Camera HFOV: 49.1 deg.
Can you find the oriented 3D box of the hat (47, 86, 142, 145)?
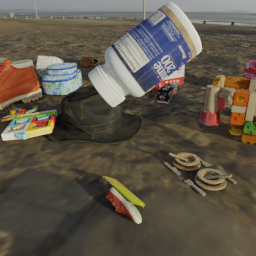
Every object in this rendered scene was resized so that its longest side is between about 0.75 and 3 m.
[{"bbox_3d":[-1.003,-0.561,7.969,2.846,1.148,2.846,0,23,0],"label":"hat"}]

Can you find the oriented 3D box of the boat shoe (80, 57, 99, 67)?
[{"bbox_3d":[-2.121,-3.722,15.624,0.503,0.532,1.479,9,26,21],"label":"boat shoe"}]

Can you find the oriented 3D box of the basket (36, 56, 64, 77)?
[{"bbox_3d":[-3.626,-2.816,13.205,1.306,1.031,1.482,5,-1,8],"label":"basket"}]

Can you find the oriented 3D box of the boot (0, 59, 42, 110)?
[{"bbox_3d":[-4.385,-1.488,9.533,1.095,1.564,2.918,19,32,33],"label":"boot"}]

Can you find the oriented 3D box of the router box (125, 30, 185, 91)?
[{"bbox_3d":[1.138,-2.796,11.376,2.625,2.356,0.641,-15,27,-29],"label":"router box"}]

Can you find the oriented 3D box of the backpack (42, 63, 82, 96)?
[{"bbox_3d":[-2.626,-1.927,10.975,1.406,1.129,1.537,-1,28,7],"label":"backpack"}]

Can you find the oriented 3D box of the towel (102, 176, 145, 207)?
[{"bbox_3d":[-0.100,1.169,5.184,0.401,0.084,0.931,28,1,-43],"label":"towel"}]

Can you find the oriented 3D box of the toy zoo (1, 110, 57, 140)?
[{"bbox_3d":[-2.668,-0.074,7.721,1.241,0.194,1.892,-9,21,-6],"label":"toy zoo"}]

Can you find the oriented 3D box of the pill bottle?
[{"bbox_3d":[0.284,-1.337,5.469,2.055,1.140,1.140,-36,24,8],"label":"pill bottle"}]

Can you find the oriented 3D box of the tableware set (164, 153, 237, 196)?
[{"bbox_3d":[1.481,0.836,5.917,0.910,0.276,1.376,-12,27,-25],"label":"tableware set"}]

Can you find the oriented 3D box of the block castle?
[{"bbox_3d":[3.537,-0.483,7.511,2.940,1.379,1.964,10,24,21],"label":"block castle"}]

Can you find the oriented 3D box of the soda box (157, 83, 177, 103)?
[{"bbox_3d":[1.454,-1.321,10.488,0.461,0.412,1.302,8,25,20],"label":"soda box"}]

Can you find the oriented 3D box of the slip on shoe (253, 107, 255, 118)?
[{"bbox_3d":[4.319,-0.304,8.281,1.255,0.465,0.384,20,-8,24],"label":"slip on shoe"}]

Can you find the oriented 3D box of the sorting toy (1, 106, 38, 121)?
[{"bbox_3d":[-3.269,-0.486,8.497,0.812,0.196,1.442,-11,13,11],"label":"sorting toy"}]

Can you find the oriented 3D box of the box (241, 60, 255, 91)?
[{"bbox_3d":[5.690,-1.773,10.510,1.164,1.215,2.438,-17,30,-33],"label":"box"}]

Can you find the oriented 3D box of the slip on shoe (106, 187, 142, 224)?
[{"bbox_3d":[-0.077,1.366,4.819,0.845,0.258,0.313,36,-3,38],"label":"slip on shoe"}]
